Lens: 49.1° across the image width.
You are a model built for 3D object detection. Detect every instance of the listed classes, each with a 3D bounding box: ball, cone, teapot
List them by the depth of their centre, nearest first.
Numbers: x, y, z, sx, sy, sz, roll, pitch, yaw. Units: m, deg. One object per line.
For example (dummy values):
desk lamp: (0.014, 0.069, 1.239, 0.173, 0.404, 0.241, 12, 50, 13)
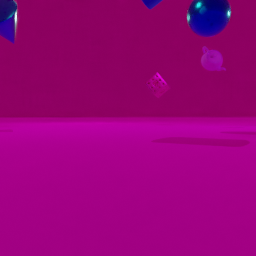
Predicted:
ball: (2.151, -3.021, 7.480, 1.135, 1.135, 1.135, 0, 2, 0)
cone: (-3.736, -3.049, 8.545, 1.219, 1.219, 1.224, 0, -32, 6)
teapot: (3.112, -2.475, 10.198, 0.776, 1.248, 0.611, -31, -15, -11)

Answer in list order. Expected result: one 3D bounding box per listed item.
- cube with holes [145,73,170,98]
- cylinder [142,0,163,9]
cube with holes: (1.366, -1.945, 12.867, 0.734, 0.734, 0.734, -40, -17, 12)
cylinder: (0.567, -3.151, 5.543, 1.090, 1.090, 1.090, -32, -10, 20)
